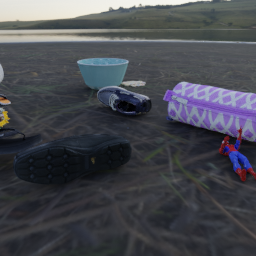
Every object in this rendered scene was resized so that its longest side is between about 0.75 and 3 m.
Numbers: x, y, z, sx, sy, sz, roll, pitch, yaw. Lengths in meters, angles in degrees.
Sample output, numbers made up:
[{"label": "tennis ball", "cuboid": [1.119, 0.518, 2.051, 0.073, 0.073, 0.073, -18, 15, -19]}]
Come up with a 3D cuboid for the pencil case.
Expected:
[{"label": "pencil case", "cuboid": [2.439, -0.510, 7.509, 2.999, 1.259, 1.282, 17, -7, 41]}]

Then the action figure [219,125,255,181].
[{"label": "action figure", "cuboid": [2.318, 0.437, 5.931, 0.486, 0.737, 1.489, 0, 18, -2]}]

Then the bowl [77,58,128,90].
[{"label": "bowl", "cuboid": [-1.115, -2.461, 12.798, 2.289, 1.197, 2.289, -1, 20, 0]}]

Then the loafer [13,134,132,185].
[{"label": "loafer", "cuboid": [-1.052, 0.553, 5.555, 2.359, 0.801, 0.828, -8, 17, -32]}]

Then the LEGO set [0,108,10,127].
[{"label": "LEGO set", "cuboid": [-3.672, -0.177, 8.061, 0.402, 0.325, 0.875, 22, 40, -34]}]

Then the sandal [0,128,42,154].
[{"label": "sandal", "cuboid": [-2.932, 0.275, 5.946, 2.109, 0.451, 0.802, -4, 11, -10]}]

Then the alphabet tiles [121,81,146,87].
[{"label": "alphabet tiles", "cuboid": [0.267, -2.169, 13.606, 1.109, 0.081, 1.084, -10, 23, -26]}]

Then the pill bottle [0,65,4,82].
[{"label": "pill bottle", "cuboid": [-4.499, -0.895, 7.136, 1.628, 1.628, 2.895, 5, 39, 14]}]

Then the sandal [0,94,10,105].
[{"label": "sandal", "cuboid": [-4.719, -1.111, 10.519, 1.035, 0.296, 0.396, 18, 27, 39]}]

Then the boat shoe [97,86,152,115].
[{"label": "boat shoe", "cuboid": [-0.336, -0.920, 9.286, 2.101, 0.785, 0.975, 13, 17, 28]}]
